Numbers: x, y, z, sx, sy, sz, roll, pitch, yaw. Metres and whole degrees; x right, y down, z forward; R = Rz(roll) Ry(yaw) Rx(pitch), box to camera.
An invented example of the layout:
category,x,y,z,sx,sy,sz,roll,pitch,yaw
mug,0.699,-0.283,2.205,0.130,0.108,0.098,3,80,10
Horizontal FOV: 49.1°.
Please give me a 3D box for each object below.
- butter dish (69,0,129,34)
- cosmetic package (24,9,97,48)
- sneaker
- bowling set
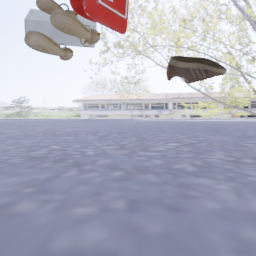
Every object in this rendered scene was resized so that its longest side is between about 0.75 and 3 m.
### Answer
category,x,y,z,sx,sy,sz,roll,pitch,yaw
butter dish,-0.546,-2.142,4.406,0.854,1.155,1.152,6,4,31
cosmetic package,-2.094,-3.186,8.923,2.153,0.797,1.094,3,38,-10
sneaker,2.290,-1.929,9.583,2.184,0.825,0.769,4,38,-18
bowling set,-1.261,-2.907,6.746,2.585,1.799,1.388,-12,-15,35
